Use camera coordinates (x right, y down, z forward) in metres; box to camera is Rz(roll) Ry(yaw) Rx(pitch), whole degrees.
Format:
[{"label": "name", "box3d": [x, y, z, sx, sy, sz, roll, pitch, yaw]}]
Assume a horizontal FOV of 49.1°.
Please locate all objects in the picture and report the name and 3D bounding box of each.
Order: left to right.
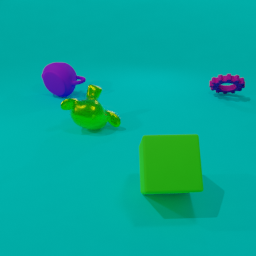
[{"label": "teapot", "box3d": [-2.387, -1.782, 9.896, 2.019, 1.255, 0.989, 12, 41, 23]}, {"label": "monkey head", "box3d": [-1.001, -0.576, 7.676, 1.696, 1.220, 1.022, 19, 2, -22]}, {"label": "cube", "box3d": [0.731, 0.693, 5.126, 0.976, 0.976, 0.976, -1, -14, -2]}, {"label": "gear", "box3d": [3.446, -1.519, 9.754, 1.159, 0.214, 1.159, 7, -16, 2]}]
